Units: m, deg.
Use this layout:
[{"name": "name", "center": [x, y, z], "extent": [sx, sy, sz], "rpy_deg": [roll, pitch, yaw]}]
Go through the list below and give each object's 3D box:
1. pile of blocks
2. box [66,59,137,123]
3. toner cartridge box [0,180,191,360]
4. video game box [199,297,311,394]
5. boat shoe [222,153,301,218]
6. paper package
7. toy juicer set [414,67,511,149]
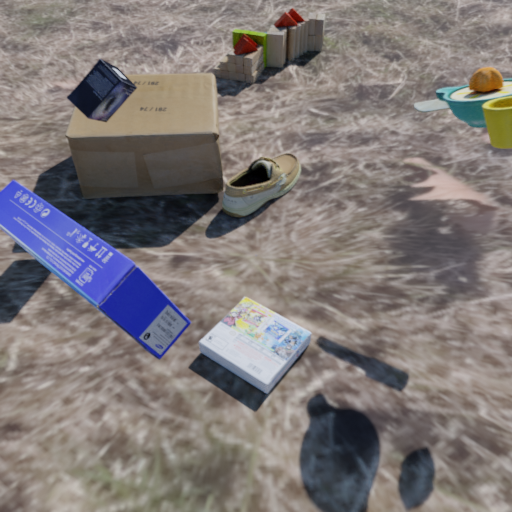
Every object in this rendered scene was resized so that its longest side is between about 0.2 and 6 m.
[{"name": "pile of blocks", "center": [0.450, -6.384, 16.211], "extent": [1.719, 1.301, 4.188], "rpy_deg": [33, 52, 31]}, {"name": "box", "center": [-2.703, -2.888, 9.916], "extent": [0.560, 0.902, 0.909], "rpy_deg": [46, 11, -2]}, {"name": "toner cartridge box", "center": [-1.836, 0.093, 5.897], "extent": [2.414, 1.147, 0.521], "rpy_deg": [29, 70, 37]}, {"name": "video game box", "center": [-0.012, 1.333, 8.636], "extent": [1.305, 0.306, 1.189], "rpy_deg": [27, 52, 26]}, {"name": "boat shoe", "center": [0.176, -1.607, 11.474], "extent": [0.824, 0.739, 2.227], "rpy_deg": [27, 49, 26]}, {"name": "paper package", "center": [-2.246, -2.641, 12.006], "extent": [2.983, 1.543, 2.843], "rpy_deg": [-3, 43, -3]}, {"name": "toy juicer set", "center": [3.524, -2.312, 7.810], "extent": [1.801, 0.771, 2.832], "rpy_deg": [-15, 24, -1]}]
